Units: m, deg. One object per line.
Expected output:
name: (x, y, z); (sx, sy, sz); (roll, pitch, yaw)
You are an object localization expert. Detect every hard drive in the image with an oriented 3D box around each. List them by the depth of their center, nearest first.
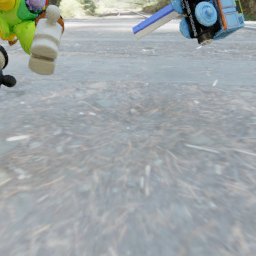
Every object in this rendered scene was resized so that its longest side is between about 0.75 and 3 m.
hard drive: (1.214, -3.437, 8.371); (2.356, 0.299, 1.554); (-28, 21, 11)

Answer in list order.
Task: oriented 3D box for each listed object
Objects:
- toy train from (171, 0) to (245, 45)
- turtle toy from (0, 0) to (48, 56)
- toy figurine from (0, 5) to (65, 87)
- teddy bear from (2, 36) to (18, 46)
toy train: (1.736, -3.092, 6.462); (1.334, 2.336, 1.012); (-16, 0, -21)
turtle toy: (-2.730, -3.111, 7.217); (1.397, 2.764, 2.015); (-11, -7, -22)
toy figurine: (-2.566, -1.938, 5.010); (2.583, 2.624, 1.825); (-24, 43, 14)
teddy bear: (-3.690, -2.949, 8.591); (0.285, 0.854, 0.619); (-4, 30, 24)
